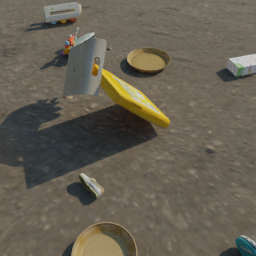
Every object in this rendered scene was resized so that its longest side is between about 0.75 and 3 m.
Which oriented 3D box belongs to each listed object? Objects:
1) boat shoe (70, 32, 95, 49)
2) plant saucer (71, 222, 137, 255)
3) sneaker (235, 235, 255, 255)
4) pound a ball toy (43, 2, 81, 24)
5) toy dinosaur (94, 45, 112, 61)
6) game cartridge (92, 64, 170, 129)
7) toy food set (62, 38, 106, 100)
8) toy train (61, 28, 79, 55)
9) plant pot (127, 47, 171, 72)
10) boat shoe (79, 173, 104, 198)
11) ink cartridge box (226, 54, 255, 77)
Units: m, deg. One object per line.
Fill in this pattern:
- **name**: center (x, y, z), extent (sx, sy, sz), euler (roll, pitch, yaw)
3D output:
- **boat shoe**: center (-2.070, -3.908, 13.236), extent (0.776, 0.619, 2.052), euler (-5, 35, 30)
- **plant saucer**: center (-0.534, 2.927, 6.446), extent (1.493, 0.264, 1.493), euler (0, 44, 0)
- **sneaker**: center (2.751, 3.157, 5.967), extent (0.703, 0.684, 1.764), euler (-15, 46, -3)
- **pound a ball toy**: center (-3.576, -6.417, 15.755), extent (2.194, 0.932, 1.431), euler (-14, 21, -14)
- **toy dinosaur**: center (-1.444, -2.513, 10.243), extent (1.797, 0.692, 0.919), euler (-43, 16, 5)
- **game cartridge**: center (0.043, -1.061, 9.212), extent (0.405, 2.495, 2.199), euler (-51, 45, 13)
- **toy food set**: center (-1.447, -1.849, 9.308), extent (0.731, 1.737, 2.420), euler (11, -3, -31)
- **toy train**: center (-2.556, -3.948, 12.999), extent (0.450, 1.215, 1.617), euler (32, 40, -12)
- **plant pot**: center (0.932, -3.026, 12.562), extent (1.958, 0.269, 1.958), euler (0, 43, 0)
- **boat shoe**: center (-1.031, 1.572, 7.827), extent (0.305, 0.333, 0.891), euler (-28, 58, -33)
- **ink cartridge box**: center (5.096, -2.715, 12.090), extent (1.385, 0.466, 0.811), euler (-12, 46, -12)
